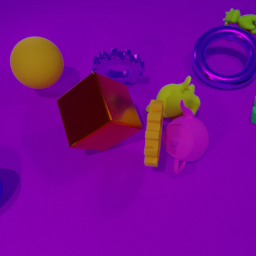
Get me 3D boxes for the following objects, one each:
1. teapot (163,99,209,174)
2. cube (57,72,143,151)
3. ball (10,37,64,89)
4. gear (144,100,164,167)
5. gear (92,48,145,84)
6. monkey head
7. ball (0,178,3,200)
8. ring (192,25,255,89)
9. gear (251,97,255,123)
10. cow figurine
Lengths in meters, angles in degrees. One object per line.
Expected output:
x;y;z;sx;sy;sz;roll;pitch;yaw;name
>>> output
1.187;0.194;6.037;1.017;1.635;0.801;14;13;40;teapot
-0.613;-0.293;6.059;1.174;1.174;1.174;-31;67;27;cube
-2.317;-1.660;7.181;1.297;1.297;1.297;0;50;0;ball
0.514;0.102;5.420;0.233;1.259;1.259;5;50;9;gear
-0.257;-1.611;7.497;1.382;1.382;0.256;1;70;1;gear
1.204;-0.767;6.905;0.960;1.593;1.146;32;53;-20;monkey head
-2.980;1.209;5.307;1.109;1.109;1.109;0;50;0;ball
2.833;-2.057;8.072;1.968;0.394;1.968;-1;76;5;ring
4.158;-0.326;6.816;2.072;0.383;2.072;-7;49;8;gear
3.589;-3.342;8.835;1.009;0.563;1.025;27;12;33;cow figurine
